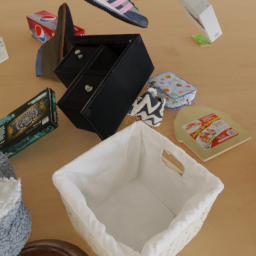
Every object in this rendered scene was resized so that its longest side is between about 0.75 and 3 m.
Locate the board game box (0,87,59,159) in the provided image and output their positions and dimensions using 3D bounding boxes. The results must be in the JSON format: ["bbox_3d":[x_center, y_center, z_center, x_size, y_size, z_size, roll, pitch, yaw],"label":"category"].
[{"bbox_3d":[-2.842,-0.039,7.482,2.190,0.308,1.481,-30,44,12],"label":"board game box"}]

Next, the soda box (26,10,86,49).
[{"bbox_3d":[-3.002,-3.953,11.735,2.985,1.045,0.946,35,54,31],"label":"soda box"}]

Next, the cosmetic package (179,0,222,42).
[{"bbox_3d":[2.229,-3.678,8.869,0.477,1.846,1.392,-38,66,18],"label":"cosmetic package"}]

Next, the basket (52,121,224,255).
[{"bbox_3d":[0.137,1.508,5.502,2.301,1.850,2.280,-31,52,-29],"label":"basket"}]

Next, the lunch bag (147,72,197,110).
[{"bbox_3d":[1.468,-1.258,9.294,1.252,0.590,1.562,-24,48,-26],"label":"lunch bag"}]

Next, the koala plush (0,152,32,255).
[{"bbox_3d":[-2.657,1.527,5.037,2.571,2.280,2.363,16,20,38],"label":"koala plush"}]

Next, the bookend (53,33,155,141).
[{"bbox_3d":[-1.238,-1.338,8.425,2.963,1.365,2.945,13,60,36],"label":"bookend"}]

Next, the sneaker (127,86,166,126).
[{"bbox_3d":[0.391,-0.840,8.390,1.632,1.062,0.651,29,16,26],"label":"sneaker"}]

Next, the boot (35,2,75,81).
[{"bbox_3d":[-2.670,-3.058,10.010,1.339,1.032,2.762,-1,88,10],"label":"boot"}]

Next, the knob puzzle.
[{"bbox_3d":[2.198,0.034,8.147,2.155,0.299,2.155,0,45,0],"label":"knob puzzle"}]

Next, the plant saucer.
[{"bbox_3d":[-1.664,3.105,4.889,2.552,0.439,2.552,-1,44,1],"label":"plant saucer"}]

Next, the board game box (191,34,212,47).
[{"bbox_3d":[3.208,-3.810,12.243,0.487,0.153,1.019,-13,43,-12],"label":"board game box"}]

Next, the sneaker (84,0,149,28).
[{"bbox_3d":[-0.299,-4.113,8.768,2.798,1.148,0.982,16,12,-38],"label":"sneaker"}]

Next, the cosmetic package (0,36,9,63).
[{"bbox_3d":[-5.997,-2.537,10.326,1.426,0.963,2.710,19,47,19],"label":"cosmetic package"}]
